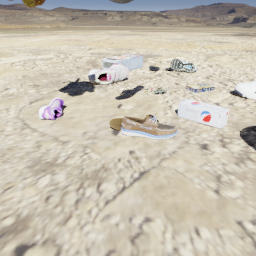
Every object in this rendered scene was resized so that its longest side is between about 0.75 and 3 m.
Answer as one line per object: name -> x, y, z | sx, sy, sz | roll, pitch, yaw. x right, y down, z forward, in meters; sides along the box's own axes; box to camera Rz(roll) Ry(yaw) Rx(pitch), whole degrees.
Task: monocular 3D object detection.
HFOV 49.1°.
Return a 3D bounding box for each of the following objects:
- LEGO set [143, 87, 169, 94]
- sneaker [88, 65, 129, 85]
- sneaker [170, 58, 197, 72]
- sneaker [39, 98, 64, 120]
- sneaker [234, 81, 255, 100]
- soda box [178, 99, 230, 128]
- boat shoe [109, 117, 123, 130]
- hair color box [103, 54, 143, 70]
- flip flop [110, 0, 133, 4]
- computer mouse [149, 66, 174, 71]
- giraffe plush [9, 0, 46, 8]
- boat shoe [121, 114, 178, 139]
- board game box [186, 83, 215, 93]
LEGO set -> 1.053, -1.337, 10.286 | 0.638, 0.278, 0.982 | -19, 16, -42
sneaker -> -0.729, -2.137, 11.618 | 1.740, 0.708, 0.768 | -16, 28, -16
sneaker -> 2.802, -3.066, 14.067 | 1.497, 0.587, 0.673 | 28, 15, 32
sneaker -> -2.082, -0.517, 8.066 | 0.487, 0.443, 1.101 | 12, 29, 12
sneaker -> 5.007, -1.814, 9.543 | 2.483, 1.616, 0.991 | 7, 23, 16
soda box -> 2.048, -0.413, 7.699 | 1.348, 0.459, 0.429 | 21, 30, 41
boat shoe -> -0.046, -0.142, 7.254 | 0.945, 0.341, 0.307 | -2, 16, -16
hair color box -> -0.230, -3.383, 14.537 | 1.048, 0.642, 2.116 | 17, 29, 34
flip flop -> 0.090, -2.764, 4.915 | 0.448, 0.631, 1.557 | 27, 70, 35
computer mouse -> 1.664, -2.932, 14.105 | 1.274, 0.217, 0.373 | 9, -1, 9
giraffe plush -> -1.872, -3.051, 4.830 | 1.568, 1.817, 1.474 | -21, 29, -4
boat shoe -> 0.517, -0.052, 6.782 | 1.388, 0.502, 0.502 | 2, 23, 4
board game box -> 2.792, -1.549, 10.803 | 0.893, 0.155, 0.605 | -9, 25, -20
